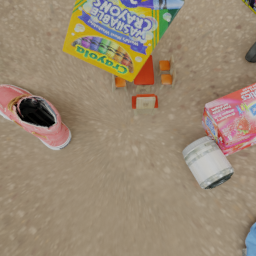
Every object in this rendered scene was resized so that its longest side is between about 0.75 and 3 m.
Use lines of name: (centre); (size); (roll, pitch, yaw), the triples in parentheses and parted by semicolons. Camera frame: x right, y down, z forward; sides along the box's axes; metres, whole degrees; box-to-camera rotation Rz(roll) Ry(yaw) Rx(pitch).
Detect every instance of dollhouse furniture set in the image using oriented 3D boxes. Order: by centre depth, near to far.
dollhouse furniture set: (0.481, -1.427, 8.412); (1.962, 1.011, 1.941); (-2, 65, -1)

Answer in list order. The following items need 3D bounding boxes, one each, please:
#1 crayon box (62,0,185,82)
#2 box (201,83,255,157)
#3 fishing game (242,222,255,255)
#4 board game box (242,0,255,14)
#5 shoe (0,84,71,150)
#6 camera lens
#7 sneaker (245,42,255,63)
crayon box: (-0.281, -2.164, 6.079); (1.836, 2.920, 0.753); (22, 57, -12)
box: (3.446, -0.363, 7.545); (2.601, 1.297, 1.242); (-22, 64, 0)
fishing game: (3.659, 3.078, 6.633); (1.883, 0.409, 2.629); (15, 58, 7)
board game box: (5.242, -4.542, 10.211); (1.343, 0.461, 1.624); (-26, 67, -11)
shoe: (-2.869, -0.596, 7.826); (2.969, 1.350, 1.061); (35, 69, 15)
camera lens: (2.087, 0.933, 7.322); (0.944, 0.944, 1.181); (-24, 66, -11)
sneaker: (5.288, -2.497, 8.919); (2.882, 1.081, 1.665); (-30, 70, -14)
